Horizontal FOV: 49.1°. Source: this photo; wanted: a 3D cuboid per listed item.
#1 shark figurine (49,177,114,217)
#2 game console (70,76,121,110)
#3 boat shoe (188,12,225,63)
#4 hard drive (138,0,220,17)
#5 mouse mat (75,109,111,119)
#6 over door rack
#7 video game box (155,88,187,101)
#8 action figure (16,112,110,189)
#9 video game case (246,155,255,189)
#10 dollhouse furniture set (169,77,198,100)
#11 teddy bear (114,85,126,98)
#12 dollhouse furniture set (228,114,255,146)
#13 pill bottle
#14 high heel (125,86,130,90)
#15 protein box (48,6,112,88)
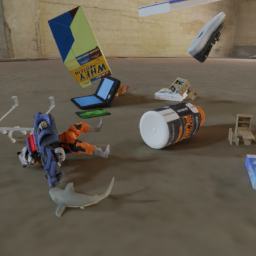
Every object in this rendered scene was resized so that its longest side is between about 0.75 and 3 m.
[{"bbox_3d":[-1.067,1.443,6.205,1.526,0.637,0.911,-2,20,-1],"label":"shark figurine"},{"bbox_3d":[-1.827,-2.028,15.344,1.474,2.228,2.533,23,7,-29],"label":"game console"},{"bbox_3d":[3.116,-3.464,10.718,2.477,0.701,0.850,-53,16,-23],"label":"boat shoe"},{"bbox_3d":[1.516,-3.512,7.905,2.074,0.263,1.368,-23,25,-27],"label":"hard drive"},{"bbox_3d":[-1.699,-0.706,13.498,1.485,0.056,1.195,-10,21,-29],"label":"mouse mat"},{"bbox_3d":[-3.941,-0.283,10.713,1.782,0.803,2.412,1,40,6],"label":"over door rack"},{"bbox_3d":[2.618,-2.015,16.853,1.598,0.411,1.754,10,21,21],"label":"video game box"},{"bbox_3d":[-1.814,0.756,8.018,2.567,1.388,2.653,-9,50,-9],"label":"action figure"},{"bbox_3d":[3.922,1.187,7.369,1.349,0.338,1.489,4,19,13],"label":"video game case"},{"bbox_3d":[3.205,-2.134,16.186,0.883,1.260,0.888,-49,34,-3],"label":"dollhouse furniture set"},{"bbox_3d":[-1.047,-2.280,17.366,1.691,0.779,2.332,-3,10,-33],"label":"teddy bear"},{"bbox_3d":[4.215,0.063,9.984,1.144,0.810,1.245,3,19,11],"label":"dollhouse furniture set"},{"bbox_3d":[1.692,-0.192,9.938,2.474,1.314,1.314,-17,25,-41],"label":"pill bottle"},{"bbox_3d":[-0.249,-2.693,19.036,0.762,0.257,0.365,-8,9,-7],"label":"high heel"},{"bbox_3d":[-1.805,-3.049,10.862,1.384,2.037,2.052,-24,-19,2],"label":"protein box"}]
